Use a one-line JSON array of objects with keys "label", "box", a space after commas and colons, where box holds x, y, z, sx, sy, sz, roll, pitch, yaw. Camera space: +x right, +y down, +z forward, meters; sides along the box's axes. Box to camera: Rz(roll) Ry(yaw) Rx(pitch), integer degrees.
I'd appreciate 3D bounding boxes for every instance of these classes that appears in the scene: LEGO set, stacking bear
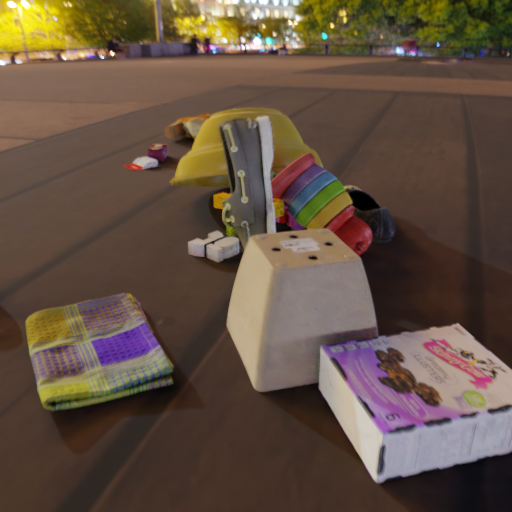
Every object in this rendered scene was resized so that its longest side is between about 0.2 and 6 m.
[{"label": "LEGO set", "box": [0.200, -0.775, 10.337, 1.182, 1.099, 2.881, 21, 33, 39]}, {"label": "stacking bear", "box": [1.213, -0.756, 9.806, 1.922, 1.093, 1.167, 48, 6, 7]}]

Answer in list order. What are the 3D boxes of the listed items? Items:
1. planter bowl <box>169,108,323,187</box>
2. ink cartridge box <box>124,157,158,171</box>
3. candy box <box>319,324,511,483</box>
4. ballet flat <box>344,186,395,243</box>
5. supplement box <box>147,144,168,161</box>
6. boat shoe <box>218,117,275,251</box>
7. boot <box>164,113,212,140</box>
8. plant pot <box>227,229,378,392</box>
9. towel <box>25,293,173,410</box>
[{"label": "planter bowl", "box": [-0.185, -2.324, 12.020, 3.415, 1.422, 3.415, -3, 4, 0]}, {"label": "ink cartridge box", "box": [-3.182, -2.536, 15.366, 0.762, 0.180, 0.610, -18, 30, -37]}, {"label": "candy box", "box": [1.748, 1.447, 5.897, 1.772, 0.634, 1.486, -7, 25, -15]}, {"label": "ballet flat", "box": [2.246, -1.002, 11.276, 0.835, 0.714, 2.513, -3, 24, -7]}, {"label": "supplement box", "box": [-2.831, -2.970, 16.116, 0.454, 0.358, 0.694, 1, 24, 1]}, {"label": "boat shoe", "box": [-0.145, -0.869, 8.921, 0.830, 2.775, 0.992, -2, -10, -5]}, {"label": "boot", "box": [-1.608, -4.274, 18.340, 2.472, 0.870, 1.770, 9, 30, 32]}, {"label": "plant pot", "box": [0.562, 0.531, 6.999, 1.608, 1.426, 1.610, -6, 26, -14]}, {"label": "towel", "box": [-2.054, 1.118, 7.121, 1.564, 0.248, 2.178, -9, 26, -22]}]
